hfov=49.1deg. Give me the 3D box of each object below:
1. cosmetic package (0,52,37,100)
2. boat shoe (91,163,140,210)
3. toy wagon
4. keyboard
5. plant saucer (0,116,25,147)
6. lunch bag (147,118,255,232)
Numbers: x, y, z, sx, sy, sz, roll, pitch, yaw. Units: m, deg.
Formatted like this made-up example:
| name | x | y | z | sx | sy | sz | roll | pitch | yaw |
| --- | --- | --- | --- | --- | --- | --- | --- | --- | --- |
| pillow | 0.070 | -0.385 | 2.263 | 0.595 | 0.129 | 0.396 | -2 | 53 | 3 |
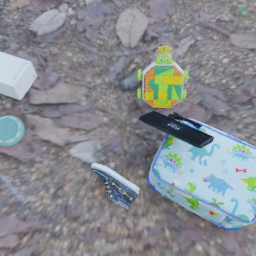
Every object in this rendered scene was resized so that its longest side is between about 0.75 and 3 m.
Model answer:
| name | x | y | z | sx | sy | sz | roll | pitch | yaw |
| --- | --- | --- | --- | --- | --- | --- | --- | --- | --- |
| cosmetic package | -3.862 | -1.667 | 8.260 | 1.981 | 0.706 | 1.005 | 18 | 63 | 9 |
| boat shoe | -0.409 | 1.379 | 6.653 | 1.328 | 0.470 | 0.603 | 30 | 67 | 5 |
| toy wagon | 0.920 | -1.314 | 7.507 | 1.338 | 1.725 | 0.341 | 1 | 38 | 3 |
| keyboard | 1.132 | -0.030 | 6.304 | 1.665 | 0.172 | 1.058 | 28 | 35 | 34 |
| plant saucer | -3.246 | 0.052 | 7.504 | 0.887 | 0.159 | 0.887 | 2 | 70 | -7 |
| lunch bag | 1.903 | 0.993 | 6.551 | 2.515 | 1.037 | 2.021 | 25 | 61 | 12 |
